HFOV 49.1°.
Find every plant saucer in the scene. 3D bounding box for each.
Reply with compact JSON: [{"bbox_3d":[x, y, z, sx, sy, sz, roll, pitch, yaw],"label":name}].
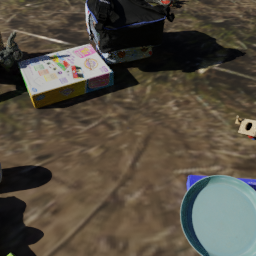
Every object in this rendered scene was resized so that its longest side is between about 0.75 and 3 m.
[{"bbox_3d":[1.685,1.594,4.960,1.516,0.208,1.516,-2,65,5],"label":"plant saucer"}]

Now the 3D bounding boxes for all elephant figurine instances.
[{"bbox_3d":[-3.387,-2.211,8.129,0.908,0.643,0.705,-55,28,-15],"label":"elephant figurine"}]

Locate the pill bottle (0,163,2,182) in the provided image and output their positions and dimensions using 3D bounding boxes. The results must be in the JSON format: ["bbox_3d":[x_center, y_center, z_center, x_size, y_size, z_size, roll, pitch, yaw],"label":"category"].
[{"bbox_3d":[-3.231,0.941,5.726,1.074,0.643,0.643,-9,47,-7],"label":"pill bottle"}]

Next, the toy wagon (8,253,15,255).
[{"bbox_3d":[-3.003,2.425,4.392,2.682,0.531,2.081,31,54,27],"label":"toy wagon"}]

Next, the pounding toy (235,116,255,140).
[{"bbox_3d":[2.823,0.023,6.585,0.785,0.409,0.894,18,2,-17],"label":"pounding toy"}]

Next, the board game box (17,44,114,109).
[{"bbox_3d":[-1.848,-1.612,8.262,2.348,0.473,1.796,-20,49,-18],"label":"board game box"}]

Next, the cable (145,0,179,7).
[{"bbox_3d":[1.307,-5.518,12.211,1.763,0.444,0.856,3,62,20],"label":"cable"}]

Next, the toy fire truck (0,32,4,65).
[{"bbox_3d":[-5.141,-1.831,7.880,2.478,1.811,2.815,3,36,2],"label":"toy fire truck"}]

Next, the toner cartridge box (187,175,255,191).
[{"bbox_3d":[2.005,1.381,5.499,1.618,0.349,0.768,4,48,4],"label":"toner cartridge box"}]

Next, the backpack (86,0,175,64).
[{"bbox_3d":[-0.211,-3.318,8.917,2.514,1.936,2.394,-11,53,-21],"label":"backpack"}]
